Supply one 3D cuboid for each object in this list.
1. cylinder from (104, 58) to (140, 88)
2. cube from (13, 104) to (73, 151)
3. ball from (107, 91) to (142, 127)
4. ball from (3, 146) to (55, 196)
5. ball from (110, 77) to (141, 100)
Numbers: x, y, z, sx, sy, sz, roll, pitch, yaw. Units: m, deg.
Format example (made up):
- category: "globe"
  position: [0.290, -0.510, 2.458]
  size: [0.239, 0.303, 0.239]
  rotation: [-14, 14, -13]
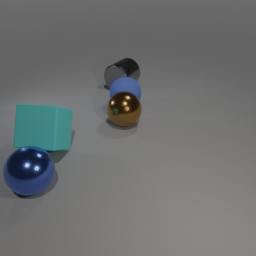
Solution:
- category: "cylinder"
  position: [-0.287, -2.732, 14.341]
  size: [1.400, 1.400, 1.400]
  rotation: [16, 35, 24]
- category: "cube"
  position: [-2.776, -0.011, 9.358]
  size: [1.400, 1.400, 1.400]
  rotation: [4, -1, 9]
- category: "ball"
  position: [-0.148, -0.750, 11.111]
  size: [1.400, 1.400, 1.400]
  rotation: [0, 32, 0]
- category: "ball"
  position: [-2.801, 1.211, 7.996]
  size: [1.400, 1.400, 1.400]
  rotation: [0, 32, 0]
- category: "ball"
  position: [-0.108, -1.540, 12.342]
  size: [1.400, 1.400, 1.400]
  rotation: [0, 32, 0]
